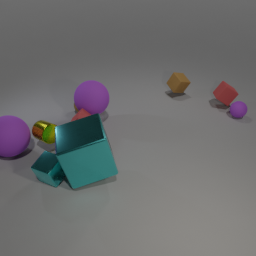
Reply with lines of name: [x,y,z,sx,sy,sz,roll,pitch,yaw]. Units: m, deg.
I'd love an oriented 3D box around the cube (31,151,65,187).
cube: [-2.325,1.223,8.408,0.700,0.700,0.700,14,51,25]

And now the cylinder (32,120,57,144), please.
cylinder: [-2.818,0.133,9.625,0.700,0.700,0.700,16,34,41]

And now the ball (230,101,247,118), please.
ball: [4.664,-0.785,11.820,0.700,0.700,0.700,0,31,0]

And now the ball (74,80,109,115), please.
ball: [-1.436,-1.182,11.099,1.400,1.400,1.400,0,31,0]

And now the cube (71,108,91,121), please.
cube: [-1.725,-0.159,10.510,0.700,0.700,0.700,39,35,-19]

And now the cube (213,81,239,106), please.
cube: [4.329,-1.541,12.454,0.700,0.700,0.700,30,27,-14]

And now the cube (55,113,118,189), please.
cube: [-1.233,0.653,8.248,1.400,1.400,1.400,-18,36,-4]

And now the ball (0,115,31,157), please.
ball: [-4.025,0.272,9.456,1.400,1.400,1.400,0,31,0]

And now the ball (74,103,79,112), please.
ball: [-1.997,-0.976,12.133,0.700,0.700,0.700,0,31,0]

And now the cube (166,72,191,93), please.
cube: [2.423,-2.174,13.468,0.700,0.700,0.700,-4,52,-38]
